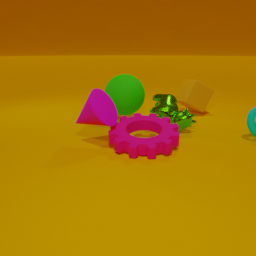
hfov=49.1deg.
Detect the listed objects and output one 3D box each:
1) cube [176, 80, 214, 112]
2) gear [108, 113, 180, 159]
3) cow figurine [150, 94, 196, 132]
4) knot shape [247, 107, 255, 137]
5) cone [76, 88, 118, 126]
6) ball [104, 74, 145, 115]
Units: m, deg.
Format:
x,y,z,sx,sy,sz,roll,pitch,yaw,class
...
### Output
x,y,z,sx,sy,sz,roll,pitch,yaw,class
2.477,-1.224,10.592,0.906,0.906,0.906,25,1,-20,cube
0.401,0.149,7.076,1.755,0.325,1.755,-1,29,1,gear
1.393,-0.518,8.603,1.381,0.771,1.404,-3,48,20,cow figurine
3.931,-0.193,7.735,1.356,1.269,0.627,-37,47,7,knot shape
-0.970,-0.321,7.112,1.019,1.015,1.015,-26,3,28,cone
-0.117,-1.131,9.549,1.396,1.396,1.396,0,16,0,ball
